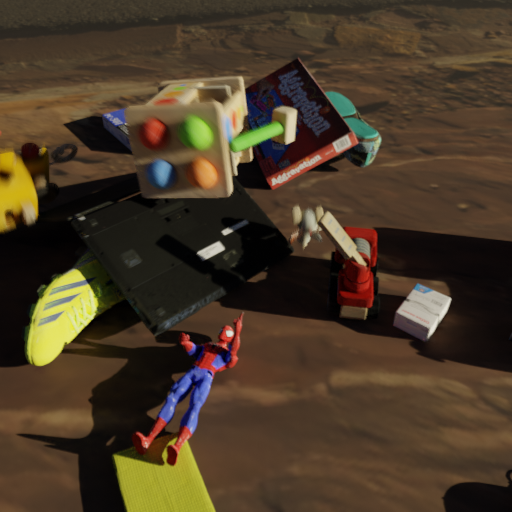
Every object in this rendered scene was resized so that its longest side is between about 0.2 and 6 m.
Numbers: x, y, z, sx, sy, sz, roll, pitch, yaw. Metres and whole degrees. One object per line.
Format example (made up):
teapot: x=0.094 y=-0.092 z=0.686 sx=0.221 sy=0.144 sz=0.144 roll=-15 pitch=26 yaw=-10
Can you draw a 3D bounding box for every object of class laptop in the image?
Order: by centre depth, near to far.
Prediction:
laptop: x=-1.915 y=-0.402 z=10.827 sx=3.414 sy=1.990 sz=3.853 roll=-31 pitch=75 yaw=-36

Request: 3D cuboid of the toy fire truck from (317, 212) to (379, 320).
toy fire truck: x=1.564 y=-0.048 z=9.401 sx=1.159 sy=1.801 sz=1.585 roll=6 pitch=42 yaw=6

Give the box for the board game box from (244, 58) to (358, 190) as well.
board game box: x=0.741 y=-3.370 z=13.667 sx=2.145 sy=0.405 sz=4.166 roll=-27 pitch=42 yaw=7

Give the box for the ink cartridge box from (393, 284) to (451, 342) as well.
ink cartridge box: x=2.765 y=0.940 z=9.364 sx=0.619 sy=0.361 sz=0.856 roll=26 pitch=47 yaw=27

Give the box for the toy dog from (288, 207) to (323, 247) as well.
toy dog: x=0.950 y=-0.441 z=10.294 sx=0.790 sy=1.197 sz=0.577 roll=-11 pitch=64 yaw=18

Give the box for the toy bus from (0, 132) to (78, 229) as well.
toy bus: x=-4.313 y=-1.104 z=9.917 sx=2.252 sy=2.125 sz=1.164 roll=-39 pitch=71 yaw=12

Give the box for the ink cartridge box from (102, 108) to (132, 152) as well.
ink cartridge box: x=-3.120 y=-3.175 z=14.113 sx=0.818 sy=0.385 sz=1.740 roll=-26 pitch=47 yaw=-28

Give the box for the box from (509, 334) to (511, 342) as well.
box: x=4.664 y=1.263 z=8.932 sx=0.763 sy=0.436 sz=0.838 roll=-28 pitch=48 yaw=-30

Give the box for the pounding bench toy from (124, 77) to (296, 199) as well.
pounding bench toy: x=-0.664 y=-2.053 z=9.720 sx=2.564 sy=1.593 sz=2.000 roll=0 pitch=31 yaw=12

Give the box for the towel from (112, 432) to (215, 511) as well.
towel: x=-0.985 y=3.283 z=6.810 sx=1.032 sy=0.217 sz=2.399 roll=-12 pitch=41 yaw=-22

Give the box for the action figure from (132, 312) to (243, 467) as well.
action figure: x=-0.850 y=1.598 z=7.957 sx=0.788 sy=1.195 sz=2.414 roll=15 pitch=35 yaw=15

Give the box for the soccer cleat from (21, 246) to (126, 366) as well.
soccer cleat: x=-2.775 y=0.670 z=9.284 sx=1.178 sy=0.911 sz=2.817 roll=15 pitch=43 yaw=9

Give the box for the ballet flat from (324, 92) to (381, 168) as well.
ballet flat: x=2.110 y=-3.012 z=13.510 sx=1.053 sy=1.053 sz=2.836 roll=-7 pitch=38 yaw=-8
